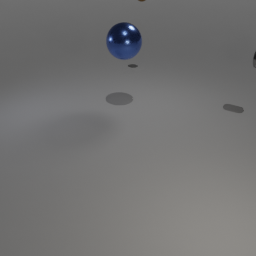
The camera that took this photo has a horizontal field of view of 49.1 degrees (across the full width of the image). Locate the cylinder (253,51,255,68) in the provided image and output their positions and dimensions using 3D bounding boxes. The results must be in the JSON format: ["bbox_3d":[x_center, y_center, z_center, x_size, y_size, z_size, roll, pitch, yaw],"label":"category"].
[{"bbox_3d":[5.060,-2.548,10.307,0.700,0.700,0.700,14,32,35],"label":"cylinder"}]

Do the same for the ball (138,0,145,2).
[{"bbox_3d":[0.701,-6.746,14.102,0.700,0.700,0.700,0,30,0],"label":"ball"}]

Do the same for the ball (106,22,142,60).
[{"bbox_3d":[-0.150,-3.359,10.866,1.400,1.400,1.400,0,30,0],"label":"ball"}]
